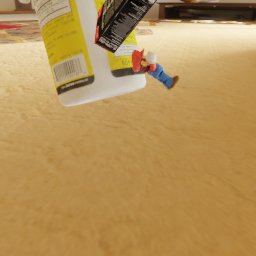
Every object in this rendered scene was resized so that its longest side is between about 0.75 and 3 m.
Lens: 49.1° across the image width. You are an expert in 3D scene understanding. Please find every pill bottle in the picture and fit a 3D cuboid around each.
[{"bbox_3d":[-0.734,-1.890,4.789,1.569,2.819,1.569,-13,6,1],"label":"pill bottle"}]

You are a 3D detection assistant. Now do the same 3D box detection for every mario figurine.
[{"bbox_3d":[0.407,-0.908,4.052,0.777,0.480,0.412,33,52,-9],"label":"mario figurine"}]

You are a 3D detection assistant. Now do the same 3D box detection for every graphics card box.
[{"bbox_3d":[0.040,-1.013,2.108,0.204,0.803,0.504,24,43,-26],"label":"graphics card box"}]
